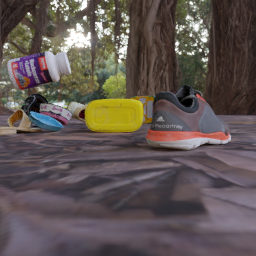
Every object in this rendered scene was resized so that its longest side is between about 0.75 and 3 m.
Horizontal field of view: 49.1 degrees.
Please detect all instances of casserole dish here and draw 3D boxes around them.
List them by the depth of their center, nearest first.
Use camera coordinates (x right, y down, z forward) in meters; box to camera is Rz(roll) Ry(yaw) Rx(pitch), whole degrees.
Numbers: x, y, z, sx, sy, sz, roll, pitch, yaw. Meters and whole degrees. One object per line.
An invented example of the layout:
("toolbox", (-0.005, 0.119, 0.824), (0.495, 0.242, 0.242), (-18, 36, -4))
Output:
("casserole dish", (-2.589, -0.168, 8.807), (0.763, 0.244, 1.260), (34, 6, 24))

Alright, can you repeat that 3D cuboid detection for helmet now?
("helmet", (-4.618, -0.950, 14.070), (1.508, 1.508, 1.438), (-2, 14, -31))

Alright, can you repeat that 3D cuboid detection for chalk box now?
("chalk box", (1.300, -1.045, 16.029), (1.482, 1.492, 2.390), (2, 5, 29))

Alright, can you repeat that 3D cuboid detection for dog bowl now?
("dog bowl", (-3.309, -0.585, 12.637), (1.487, 0.548, 1.487), (11, -17, 3))

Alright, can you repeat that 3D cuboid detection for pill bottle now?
("pill bottle", (-2.392, -1.605, 7.684), (1.528, 0.851, 0.851), (-15, 5, -4))

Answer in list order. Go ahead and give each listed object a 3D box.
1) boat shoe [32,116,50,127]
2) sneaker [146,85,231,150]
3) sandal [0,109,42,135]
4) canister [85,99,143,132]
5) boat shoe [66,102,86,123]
("boat shoe", (-3.707, -0.315, 11.959), (0.509, 0.510, 1.409), (0, 3, 6))
("sneaker", (1.370, -0.265, 5.589), (1.089, 1.157, 2.826), (2, 4, 32))
("sandal", (-3.289, -0.208, 8.451), (0.791, 0.710, 2.158), (1, 3, 13))
("canister", (-0.402, -0.468, 9.722), (1.908, 1.112, 2.569), (0, 5, 2))
("boat shoe", (-1.740, -0.621, 14.096), (0.963, 1.074, 2.902), (26, 16, 38))
